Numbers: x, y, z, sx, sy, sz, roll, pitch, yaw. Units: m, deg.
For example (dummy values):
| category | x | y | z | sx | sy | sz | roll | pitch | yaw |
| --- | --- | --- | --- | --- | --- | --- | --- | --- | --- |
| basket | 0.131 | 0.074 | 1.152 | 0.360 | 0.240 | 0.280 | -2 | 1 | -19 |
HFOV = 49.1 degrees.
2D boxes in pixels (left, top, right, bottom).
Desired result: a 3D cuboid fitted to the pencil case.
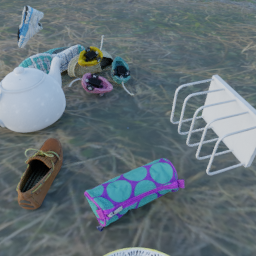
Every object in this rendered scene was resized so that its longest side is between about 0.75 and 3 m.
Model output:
| category | x | y | z | sx | sy | sz | roll | pitch | yaw |
| --- | --- | --- | --- | --- | --- | --- | --- | --- | --- |
| pencil case | 0.146 | 1.457 | 6.445 | 2.148 | 0.914 | 0.993 | -21 | 23 | -23 |

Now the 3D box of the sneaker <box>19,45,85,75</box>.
| category | x | y | z | sx | sy | sz | roll | pitch | yaw |
| --- | --- | --- | --- | --- | --- | --- | --- | --- | --- |
| sneaker | -3.233 | -2.764 | 11.777 | 2.940 | 1.141 | 1.341 | -25 | 31 | -35 |

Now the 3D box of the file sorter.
| category | x | y | z | sx | sy | sz | roll | pitch | yaw |
| --- | --- | --- | --- | --- | --- | --- | --- | --- | --- |
| file sorter | 1.593 | -0.076 | 5.295 | 0.975 | 1.086 | 1.565 | -12 | 45 | -16 |

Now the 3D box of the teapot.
| category | x | y | z | sx | sy | sz | roll | pitch | yaw |
| --- | --- | --- | --- | --- | --- | --- | --- | --- | --- |
| teapot | -3.215 | -1.083 | 8.827 | 2.312 | 1.711 | 2.342 | -5 | 40 | 5 |

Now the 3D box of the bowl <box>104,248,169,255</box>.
| category | x | y | z | sx | sy | sz | roll | pitch | yaw |
| --- | --- | --- | --- | --- | --- | --- | --- | --- | --- |
| bowl | 0.134 | 3.155 | 4.229 | 2.271 | 1.066 | 2.271 | 0 | 38 | 0 |

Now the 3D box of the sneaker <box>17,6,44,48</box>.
| category | x | y | z | sx | sy | sz | roll | pitch | yaw |
| --- | --- | --- | --- | --- | --- | --- | --- | --- | --- |
| sneaker | -2.676 | -2.698 | 7.723 | 0.573 | 1.322 | 0.495 | 1 | 60 | -36 |

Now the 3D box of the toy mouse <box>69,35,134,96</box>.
| category | x | y | z | sx | sy | sz | roll | pitch | yaw |
| --- | --- | --- | --- | --- | --- | --- | --- | --- | --- |
| toy mouse | -0.856 | -1.952 | 10.760 | 2.619 | 0.570 | 2.947 | 38 | 55 | 2 |

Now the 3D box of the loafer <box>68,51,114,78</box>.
| category | x | y | z | sx | sy | sz | roll | pitch | yaw |
| --- | --- | --- | --- | --- | --- | --- | --- | --- | --- |
| loafer | -1.481 | -2.672 | 11.622 | 0.771 | 0.854 | 2.258 | 26 | 45 | 37 |

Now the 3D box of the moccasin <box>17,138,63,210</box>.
| category | x | y | z | sx | sy | sz | roll | pitch | yaw |
| --- | --- | --- | --- | --- | --- | --- | --- | --- | --- |
| moccasin | -2.231 | 0.974 | 7.116 | 0.787 | 0.830 | 2.150 | 8 | 40 | 10 |
